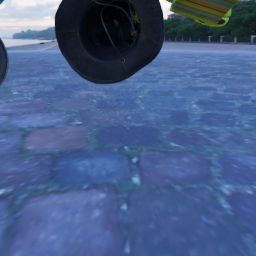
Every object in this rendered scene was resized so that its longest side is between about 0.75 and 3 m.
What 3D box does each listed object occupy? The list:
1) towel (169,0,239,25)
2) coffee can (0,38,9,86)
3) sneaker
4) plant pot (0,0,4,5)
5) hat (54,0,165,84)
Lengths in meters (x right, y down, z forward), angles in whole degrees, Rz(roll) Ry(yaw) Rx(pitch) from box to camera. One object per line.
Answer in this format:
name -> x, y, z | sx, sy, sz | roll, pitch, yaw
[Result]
towel -> 1.966, -3.088, 5.315 | 1.273, 0.267, 2.957 | 11, -19, -14
coffee can -> -2.685, -1.040, 4.387 | 1.126, 1.126, 1.538 | -15, 16, -38
sneaker -> 1.530, -3.492, 7.163 | 2.546, 0.943, 1.064 | 34, 35, 9
plant pot -> -3.470, -3.831, 7.030 | 0.976, 1.039, 1.039 | 30, 8, -23
hat -> -0.337, -2.037, 5.747 | 2.208, 2.208, 0.891 | 2, 24, 7
